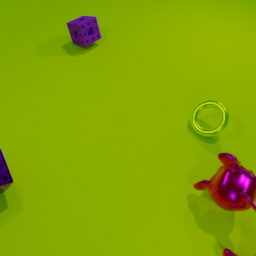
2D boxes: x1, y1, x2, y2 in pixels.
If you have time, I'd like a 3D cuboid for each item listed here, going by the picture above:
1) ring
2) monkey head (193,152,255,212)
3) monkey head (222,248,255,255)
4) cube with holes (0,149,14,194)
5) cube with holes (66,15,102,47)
[{"bbox_3d":[2.278,-0.266,7.820,1.071,0.214,1.071,-9,72,28],"label":"ring"},{"bbox_3d":[2.151,1.176,5.964,1.678,1.207,1.011,14,62,52],"label":"monkey head"},{"bbox_3d":[2.540,2.569,5.093,1.179,1.957,1.408,-42,38,1],"label":"monkey head"},{"bbox_3d":[-3.191,1.079,6.229,0.823,0.823,0.823,-15,74,-42],"label":"cube with holes"},{"bbox_3d":[-1.624,-3.614,10.401,0.808,0.808,0.808,24,51,40],"label":"cube with holes"}]
